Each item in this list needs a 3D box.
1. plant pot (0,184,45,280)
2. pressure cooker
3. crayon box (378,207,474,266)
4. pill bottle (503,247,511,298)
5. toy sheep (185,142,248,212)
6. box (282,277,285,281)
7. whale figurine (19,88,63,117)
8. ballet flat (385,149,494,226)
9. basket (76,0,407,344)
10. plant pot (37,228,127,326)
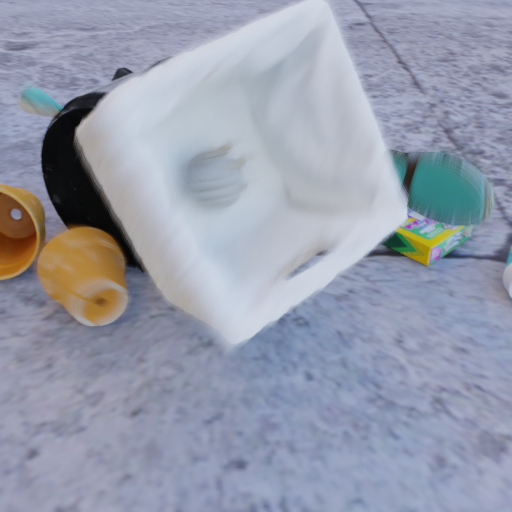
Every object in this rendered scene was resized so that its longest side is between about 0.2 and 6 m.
[{"bbox_3d":[-3.922,-0.499,8.736,1.420,1.420,1.300,-3,18,-4],"label":"plant pot"},{"bbox_3d":[-1.391,-1.630,8.992,2.883,2.838,3.227,2,30,29],"label":"pressure cooker"},{"bbox_3d":[2.783,-0.461,9.392,1.366,0.398,1.178,-27,44,-34],"label":"crayon box"},{"bbox_3d":[3.984,0.215,8.166,0.649,0.649,1.171,17,38,24],"label":"pill bottle"},{"bbox_3d":[-0.479,-0.916,6.577,0.750,1.088,0.750,-2,59,3],"label":"toy sheep"},{"bbox_3d":[0.195,0.205,8.328,0.475,0.472,0.407,2,34,2],"label":"box"},{"bbox_3d":[-3.492,-2.522,9.241,0.786,0.408,0.625,13,9,3],"label":"whale figurine"},{"bbox_3d":[2.446,-1.077,8.148,0.967,0.967,2.605,-21,33,-28],"label":"ballet flat"},{"bbox_3d":[-0.244,-0.949,6.287,2.637,2.661,2.140,-34,21,-23],"label":"basket"},{"bbox_3d":[-2.244,0.362,7.554,1.141,1.141,1.044,-17,40,-24],"label":"plant pot"}]
